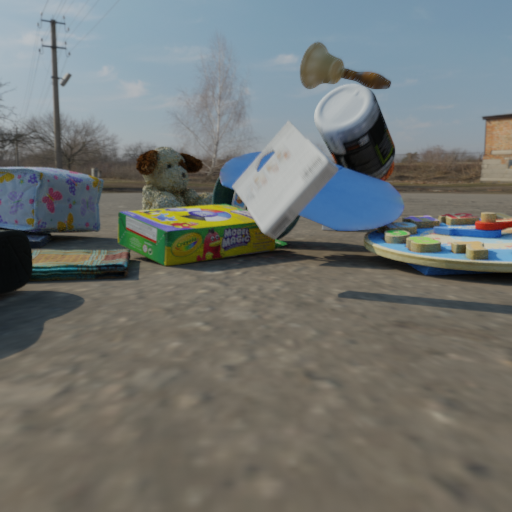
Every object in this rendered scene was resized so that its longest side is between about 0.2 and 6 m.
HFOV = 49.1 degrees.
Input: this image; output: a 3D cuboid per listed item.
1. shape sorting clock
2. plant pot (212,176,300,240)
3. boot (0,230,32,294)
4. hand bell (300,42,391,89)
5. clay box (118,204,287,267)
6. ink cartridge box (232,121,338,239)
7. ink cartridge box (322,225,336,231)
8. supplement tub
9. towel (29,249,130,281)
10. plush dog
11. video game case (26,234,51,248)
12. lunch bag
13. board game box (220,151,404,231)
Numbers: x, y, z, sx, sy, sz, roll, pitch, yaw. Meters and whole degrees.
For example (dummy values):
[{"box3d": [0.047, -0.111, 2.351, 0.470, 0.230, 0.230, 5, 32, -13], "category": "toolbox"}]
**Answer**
[{"box3d": [3.433, -0.286, 8.309, 3.613, 0.709, 3.613, -3, 8, 0], "category": "shape sorting clock"}, {"box3d": [0.145, -0.982, 10.968, 1.741, 1.741, 1.172, 2, -11, 15], "category": "plant pot"}, {"box3d": [-3.577, 0.107, 5.415, 1.812, 0.866, 2.400, -1, 2, 10], "category": "boot"}, {"box3d": [1.230, -2.390, 7.408, 1.195, 0.622, 0.622, 28, 23, 33], "category": "hand bell"}, {"box3d": [-0.805, -0.421, 9.226, 2.517, 0.599, 1.446, -10, 22, -41], "category": "clay box"}, {"box3d": [0.311, -0.902, 6.592, 0.246, 1.100, 0.969, 27, 22, -43], "category": "ink cartridge box"}, {"box3d": [2.093, -0.855, 13.799, 0.715, 0.413, 0.983, 3, 9, 22], "category": "ink cartridge box"}, {"box3d": [2.097, -2.377, 11.481, 1.262, 1.262, 2.059, 5, -26, 32], "category": "supplement tub"}, {"box3d": [-2.965, 0.086, 7.632, 2.414, 0.262, 1.770, -1, 9, -11], "category": "towel"}, {"box3d": [-2.295, -1.775, 14.435, 1.917, 2.052, 2.389, 5, 9, 31], "category": "plush dog"}, {"box3d": [-4.902, -0.272, 10.528, 1.825, 0.173, 1.304, -2, 8, -11], "category": "video game case"}, {"box3d": [-4.657, -1.124, 11.562, 2.291, 1.456, 1.943, 9, 6, 23], "category": "lunch bag"}, {"box3d": [0.912, -0.951, 9.522, 3.085, 0.601, 2.437, 24, 33, 23], "category": "board game box"}]
